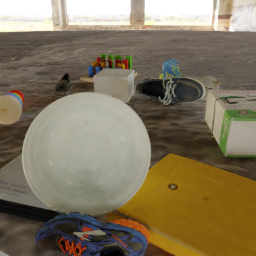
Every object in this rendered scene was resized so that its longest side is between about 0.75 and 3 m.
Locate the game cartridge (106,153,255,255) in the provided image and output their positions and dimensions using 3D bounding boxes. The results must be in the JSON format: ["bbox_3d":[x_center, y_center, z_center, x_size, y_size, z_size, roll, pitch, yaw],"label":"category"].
[{"bbox_3d":[1.165,1.221,4.258,2.303,0.374,2.030,19,29,32],"label":"game cartridge"}]

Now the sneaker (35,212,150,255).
[{"bbox_3d":[-0.474,1.443,3.489,1.464,0.552,0.574,-1,32,8],"label":"sneaker"}]

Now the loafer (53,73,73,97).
[{"bbox_3d":[-2.480,-1.651,10.671,0.646,0.565,1.797,-1,23,-3],"label":"loafer"}]

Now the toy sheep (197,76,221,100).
[{"bbox_3d":[2.706,-1.383,9.663,0.934,0.934,1.355,5,7,12],"label":"toy sheep"}]

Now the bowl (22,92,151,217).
[{"bbox_3d":[-0.589,0.352,4.113,1.722,1.722,0.774,-5,4,-11],"label":"bowl"}]

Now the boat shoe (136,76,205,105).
[{"bbox_3d":[1.350,-1.300,9.402,2.469,0.924,0.763,18,28,39],"label":"boat shoe"}]

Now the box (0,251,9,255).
[{"bbox_3d":[-2.024,1.547,2.385,2.568,0.467,1.853,14,10,20],"label":"box"}]

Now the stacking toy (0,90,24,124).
[{"bbox_3d":[-3.530,-0.775,8.432,0.832,0.832,1.949,-5,20,-12],"label":"stacking toy"}]

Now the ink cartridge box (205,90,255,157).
[{"bbox_3d":[2.913,-0.199,6.770,1.639,0.946,2.243,1,23,2],"label":"ink cartridge box"}]

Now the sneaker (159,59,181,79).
[{"bbox_3d":[1.718,-2.131,11.112,0.796,1.104,2.102,-5,23,-13],"label":"sneaker"}]

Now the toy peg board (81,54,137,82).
[{"bbox_3d":[-0.831,-2.744,12.722,2.004,0.980,1.996,8,24,20],"label":"toy peg board"}]

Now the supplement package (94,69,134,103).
[{"bbox_3d":[-0.452,-1.522,9.917,1.188,0.913,1.242,5,23,11],"label":"supplement package"}]

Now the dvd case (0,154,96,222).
[{"bbox_3d":[-1.166,0.717,5.502,2.111,0.260,2.960,6,24,15],"label":"dvd case"}]
